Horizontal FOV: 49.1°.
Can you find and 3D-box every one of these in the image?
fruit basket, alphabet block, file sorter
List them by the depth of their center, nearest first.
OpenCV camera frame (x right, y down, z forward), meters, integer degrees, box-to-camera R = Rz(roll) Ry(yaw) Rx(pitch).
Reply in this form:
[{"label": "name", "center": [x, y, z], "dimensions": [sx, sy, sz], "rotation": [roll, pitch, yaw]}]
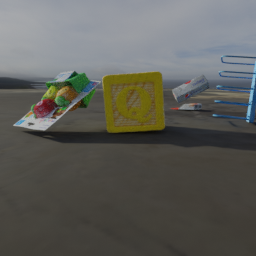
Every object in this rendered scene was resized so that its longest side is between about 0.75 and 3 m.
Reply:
[{"label": "fruit basket", "center": [-1.807, -0.655, 6.888], "dimensions": [1.746, 0.884, 1.885], "rotation": [6, 39, 47]}, {"label": "alphabet block", "center": [0.169, -0.687, 7.144], "dimensions": [1.414, 1.406, 1.440], "rotation": [-5, 8, 3]}, {"label": "file sorter", "center": [3.147, -1.117, 8.110], "dimensions": [1.097, 1.788, 1.241], "rotation": [8, 6, 20]}]

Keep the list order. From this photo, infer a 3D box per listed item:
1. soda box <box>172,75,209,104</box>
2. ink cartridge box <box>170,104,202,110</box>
[{"label": "soda box", "center": [2.284, -1.423, 10.210], "dimensions": [1.270, 0.434, 0.403], "rotation": [-26, -35, 7]}, {"label": "ink cartridge box", "center": [2.515, -0.942, 12.134], "dimensions": [1.104, 0.277, 0.895], "rotation": [8, 10, 33]}]
